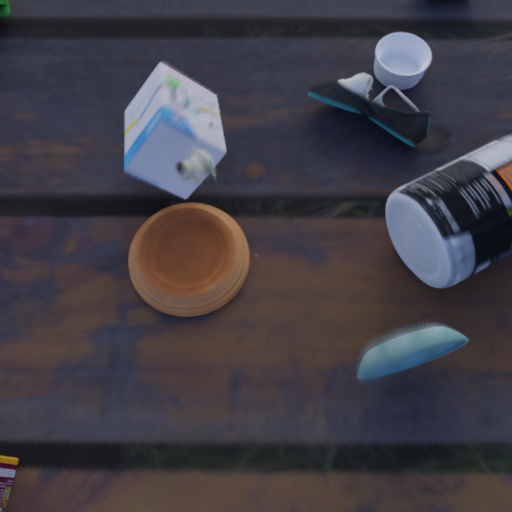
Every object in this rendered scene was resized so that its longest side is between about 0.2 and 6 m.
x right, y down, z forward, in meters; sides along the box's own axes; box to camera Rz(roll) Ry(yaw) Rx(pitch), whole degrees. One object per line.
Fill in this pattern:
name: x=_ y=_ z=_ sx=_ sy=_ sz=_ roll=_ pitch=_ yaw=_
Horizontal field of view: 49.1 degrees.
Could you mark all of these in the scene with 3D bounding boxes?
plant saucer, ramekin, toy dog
plant saucer: x=1.835 y=1.143 z=6.747 sx=1.382 sy=1.382 sz=0.248 roll=-15 pitch=67 yaw=-6
plant saucer: x=-0.961 y=-0.011 z=7.934 sx=1.737 sy=0.325 sz=1.737 roll=0 pitch=68 yaw=0
ramekin: x=2.373 y=-3.176 z=9.214 sx=0.902 sy=0.440 sz=0.902 roll=0 pitch=67 yaw=0
toy dog: x=-0.748 y=-1.063 z=6.668 sx=0.425 sy=0.296 sz=0.412 roll=-26 pitch=76 yaw=-14

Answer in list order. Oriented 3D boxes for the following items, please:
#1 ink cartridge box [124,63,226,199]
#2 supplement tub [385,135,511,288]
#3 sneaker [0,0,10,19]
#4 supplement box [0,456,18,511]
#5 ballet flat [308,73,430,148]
ink cartridge box: x=-1.167 y=-1.751 z=7.847 sx=1.014 sy=1.009 sz=1.382 roll=23 pitch=39 yaw=-33
supplement tub: x=3.134 y=-0.697 z=7.592 sx=2.427 sy=1.487 sz=1.487 roll=-25 pitch=69 yaw=-10
sneaker: x=-5.045 y=-3.770 z=9.225 sx=0.972 sy=0.890 sz=2.281 roll=28 pitch=69 yaw=11
supplement box: x=-3.295 y=2.963 z=6.452 sx=0.556 sy=0.717 sz=1.299 roll=5 pitch=67 yaw=3
ballet flat: x=1.803 y=-2.404 z=8.744 sx=1.975 sy=0.672 sz=0.676 roll=28 pitch=107 yaw=5
